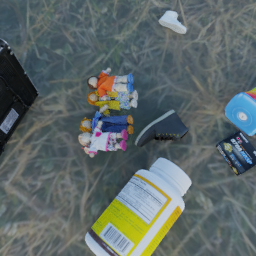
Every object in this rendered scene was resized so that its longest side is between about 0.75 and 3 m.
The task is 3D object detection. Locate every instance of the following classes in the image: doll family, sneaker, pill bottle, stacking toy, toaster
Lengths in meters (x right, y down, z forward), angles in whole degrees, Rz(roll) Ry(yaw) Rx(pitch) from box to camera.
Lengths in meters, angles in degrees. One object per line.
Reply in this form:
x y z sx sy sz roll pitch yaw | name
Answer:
-0.617 -0.368 8.063 1.600 1.161 2.577 2 77 21 | doll family
1.004 0.198 8.117 1.587 0.594 0.843 -37 72 -14 | sneaker
0.349 2.103 6.926 1.499 1.499 2.744 38 74 13 | pill bottle
4.006 -0.849 8.378 2.052 1.191 1.126 -35 70 -24 | stacking toy
-4.037 -0.654 7.372 1.767 2.693 2.978 22 70 11 | toaster
1.662 -3.713 9.701 1.025 0.378 0.592 31 76 12 | sneaker

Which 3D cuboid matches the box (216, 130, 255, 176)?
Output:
3.216 0.720 8.112 0.856 0.248 1.078 -28 72 -10 | box
